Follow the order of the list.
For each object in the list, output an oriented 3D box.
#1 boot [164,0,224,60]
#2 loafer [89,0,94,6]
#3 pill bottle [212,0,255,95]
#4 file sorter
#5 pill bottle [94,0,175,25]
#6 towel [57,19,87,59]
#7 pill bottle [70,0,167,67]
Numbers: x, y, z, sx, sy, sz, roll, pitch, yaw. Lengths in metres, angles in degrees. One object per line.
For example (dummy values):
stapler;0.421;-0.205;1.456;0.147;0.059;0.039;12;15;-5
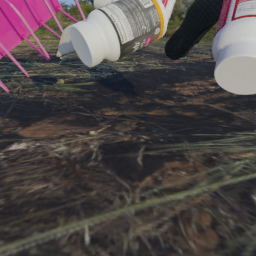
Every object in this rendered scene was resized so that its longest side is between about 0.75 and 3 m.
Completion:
boot;2.299;-3.374;9.045;0.922;2.724;1.780;45;30;2
loafer;-0.863;-4.693;10.737;0.720;0.778;2.068;3;51;-40
pill bottle;2.775;-2.168;6.296;1.534;1.534;2.733;9;61;23
file sorter;-2.707;-2.575;6.838;2.848;1.979;1.786;-44;62;-9
pill bottle;0.212;-3.912;8.830;2.363;1.413;1.413;19;22;2
towel;-0.855;-1.670;5.168;1.048;0.695;0.181;-6;-25;32
pill bottle;-0.132;-1.436;4.095;1.301;0.757;0.757;-32;31;-19
